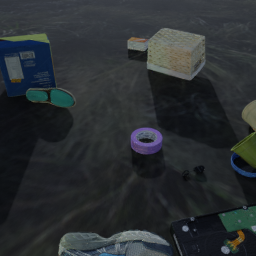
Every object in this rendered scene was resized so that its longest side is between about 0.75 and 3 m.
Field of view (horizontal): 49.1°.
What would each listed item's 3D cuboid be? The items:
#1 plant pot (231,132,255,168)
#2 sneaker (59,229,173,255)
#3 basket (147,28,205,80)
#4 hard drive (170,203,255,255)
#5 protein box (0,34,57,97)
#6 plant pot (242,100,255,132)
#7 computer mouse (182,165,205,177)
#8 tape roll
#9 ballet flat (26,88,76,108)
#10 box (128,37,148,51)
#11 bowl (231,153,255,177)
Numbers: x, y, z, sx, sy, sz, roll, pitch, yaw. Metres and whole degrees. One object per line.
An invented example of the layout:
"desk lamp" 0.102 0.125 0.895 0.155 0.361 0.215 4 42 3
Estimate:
"plant pot" 3.846 0.744 8.651 0.920 0.920 0.874 -31 77 -36
"sneaker" -0.264 2.859 5.912 2.469 0.958 1.066 -5 46 5
"basket" 2.453 -3.861 14.369 2.678 1.652 1.815 22 53 28
"hard drive" 2.452 2.693 6.157 2.631 0.498 1.838 -10 42 -10
"protein box" -4.544 -2.856 12.681 2.212 2.228 1.503 -11 37 -15
"plant pot" 4.902 -0.222 10.003 1.267 1.267 1.159 -2 47 -3
"computer mouse" 2.002 1.344 8.589 0.791 0.135 0.232 -15 49 -12
"tape roll" 0.636 0.435 9.656 1.072 0.352 1.072 1 35 0
"ballet flat" -3.191 -1.409 11.949 2.373 0.800 0.740 11 23 14
"box" 0.631 -5.265 17.572 1.134 0.553 0.706 14 37 18
"bowl" 3.778 1.127 8.793 1.068 0.210 1.068 0 35 0
